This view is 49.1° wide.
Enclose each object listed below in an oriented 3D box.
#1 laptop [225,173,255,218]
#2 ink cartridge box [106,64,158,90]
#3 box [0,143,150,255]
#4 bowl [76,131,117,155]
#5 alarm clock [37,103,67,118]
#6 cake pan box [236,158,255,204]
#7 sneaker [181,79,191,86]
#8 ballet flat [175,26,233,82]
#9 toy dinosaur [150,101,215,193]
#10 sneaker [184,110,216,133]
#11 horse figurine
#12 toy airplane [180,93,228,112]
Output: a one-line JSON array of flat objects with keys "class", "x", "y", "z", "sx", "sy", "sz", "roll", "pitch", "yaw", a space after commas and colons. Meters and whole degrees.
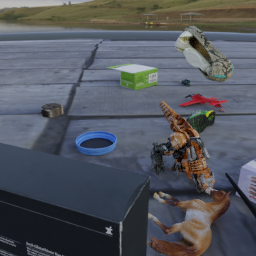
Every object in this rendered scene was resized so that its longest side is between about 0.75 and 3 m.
[{"class": "laptop", "x": 2.933, "y": 1.623, "z": 4.259, "sx": 2.355, "sy": 1.216, "sz": 2.087, "roll": -3, "pitch": 24, "yaw": -7}, {"class": "ink cartridge box", "x": 0.210, "y": -2.762, "z": 14.719, "sx": 1.680, "sy": 0.861, "sz": 2.273, "roll": -20, "pitch": 29, "yaw": -37}, {"class": "box", "x": -1.113, "y": 1.403, "z": 3.930, "sx": 2.653, "sy": 1.873, "sz": 1.046, "roll": 10, "pitch": 26, "yaw": 20}, {"class": "bowl", "x": -0.919, "y": 0.437, "z": 8.182, "sx": 1.193, "sy": 0.234, "sz": 1.193, "roll": 0, "pitch": 24, "yaw": 0}, {"class": "alarm clock", "x": -2.807, "y": -0.726, "z": 10.695, "sx": 0.799, "sy": 0.394, "sz": 1.184, "roll": 14, "pitch": 24, "yaw": 29}, {"class": "cake pan box", "x": 4.166, "y": 1.222, "z": 5.531, "sx": 2.749, "sy": 0.781, "sz": 2.985, "roll": -17, "pitch": 28, "yaw": -38}, {"class": "sneaker", "x": 3.043, "y": -2.404, "z": 14.573, "sx": 0.303, "sy": 0.318, "sz": 0.803, "roll": -9, "pitch": 24, "yaw": -15}, {"class": "ballet flat", "x": 2.139, "y": -2.452, "z": 8.857, "sx": 1.082, "sy": 0.975, "sz": 2.875, "roll": -5, "pitch": 45, "yaw": -24}, {"class": "toy dinosaur", "x": 1.296, "y": 0.419, "z": 6.547, "sx": 1.125, "sy": 1.495, "sz": 2.203, "roll": 8, "pitch": 63, "yaw": -17}, {"class": "sneaker", "x": 2.318, "y": -0.235, "z": 9.404, "sx": 0.694, "sy": 0.636, "sz": 1.630, "roll": 10, "pitch": 15, "yaw": 38}, {"class": "horse figurine", "x": 1.021, "y": 1.658, "z": 4.979, "sx": 1.413, "sy": 0.532, "sz": 2.133, "roll": 13, "pitch": 22, "yaw": 19}, {"class": "toy airplane", "x": 3.178, "y": -1.113, "z": 11.535, "sx": 2.067, "sy": 0.380, "sz": 2.067, "roll": 0, "pitch": 23, "yaw": 0}]
